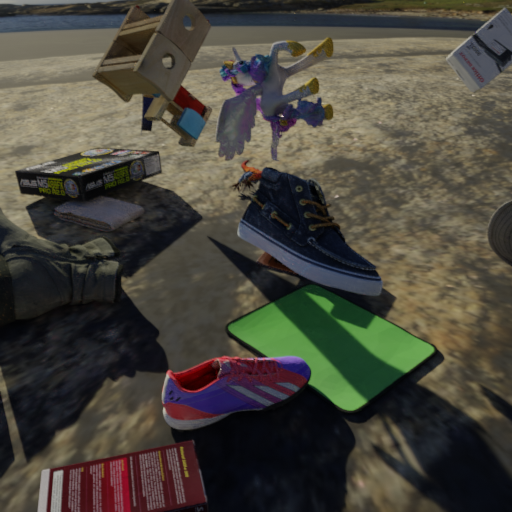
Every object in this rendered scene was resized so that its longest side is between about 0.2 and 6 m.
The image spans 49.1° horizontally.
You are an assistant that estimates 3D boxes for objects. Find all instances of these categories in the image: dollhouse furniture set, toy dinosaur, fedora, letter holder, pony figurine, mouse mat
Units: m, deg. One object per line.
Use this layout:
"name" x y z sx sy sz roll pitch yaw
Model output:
"dollhouse furniture set" -1.343 -3.208 10.036 1.568 1.559 2.225 15 -14 46
"toy dinosaur" -0.142 -1.785 12.393 0.717 1.365 1.239 -3 -18 -24
"fedora" 4.766 0.167 8.061 2.700 2.388 1.219 7 58 15
"letter holder" 0.599 -0.276 10.011 0.876 0.620 1.233 12 30 25
"pony figurine" 0.256 -2.588 9.314 2.038 1.967 1.697 4 8 36
"mouse mat" 1.012 1.160 7.869 1.978 0.093 2.458 -23 37 -36

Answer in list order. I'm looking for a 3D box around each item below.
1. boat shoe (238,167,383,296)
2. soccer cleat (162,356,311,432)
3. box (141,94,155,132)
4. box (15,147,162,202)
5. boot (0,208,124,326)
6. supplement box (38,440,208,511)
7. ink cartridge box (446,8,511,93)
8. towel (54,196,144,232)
"boat shoe" 0.696 -0.380 7.038 0.835 1.071 2.359 6 17 -46
"soccer cleat" -0.179 1.466 6.617 1.897 0.694 0.647 -12 30 -21
"box" -2.422 -3.551 12.595 0.276 1.704 1.032 5 70 -13
"box" -3.754 -1.923 12.815 2.048 0.566 2.556 10 26 30
"boot" -3.468 0.004 9.271 2.091 1.084 3.201 -9 35 -28
"supplement box" -1.241 2.311 5.278 1.481 0.451 0.806 -7 28 -12
"ink cartridge box" 3.760 -3.289 9.046 1.064 0.769 0.448 -40 2 9
"towel" -3.262 -0.935 11.594 1.639 0.283 1.086 14 31 25
